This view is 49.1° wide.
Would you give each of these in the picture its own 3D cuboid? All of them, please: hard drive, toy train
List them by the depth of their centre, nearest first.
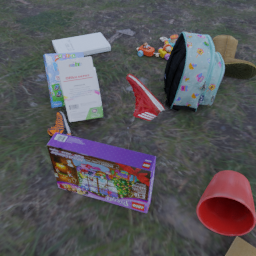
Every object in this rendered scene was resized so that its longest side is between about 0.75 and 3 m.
[{"bbox_3d":[1.607,-4.109,13.712,1.764,0.653,2.349,30,51,27],"label":"toy train"},{"bbox_3d":[-2.329,-4.093,13.922,2.544,0.339,1.678,-16,46,-15],"label":"hard drive"}]

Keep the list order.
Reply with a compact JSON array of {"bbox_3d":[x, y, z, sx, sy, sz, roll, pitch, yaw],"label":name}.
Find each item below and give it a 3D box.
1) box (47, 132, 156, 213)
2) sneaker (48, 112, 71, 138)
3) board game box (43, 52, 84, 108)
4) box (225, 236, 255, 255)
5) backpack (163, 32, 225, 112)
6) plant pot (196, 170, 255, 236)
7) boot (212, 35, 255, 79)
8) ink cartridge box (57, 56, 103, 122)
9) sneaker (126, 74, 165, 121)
[{"bbox_3d":[-0.665,1.192,7.282,2.662,1.821,0.520,12,45,13],"label":"box"},{"bbox_3d":[-2.438,-0.076,9.592,0.698,0.483,1.246,-16,46,-18],"label":"sneaker"},{"bbox_3d":[-2.227,-1.789,10.337,1.437,1.900,0.348,-11,7,-26],"label":"board game box"},{"bbox_3d":[2.976,3.945,5.473,2.976,0.317,2.432,30,51,28],"label":"box"},{"bbox_3d":[2.371,-2.119,10.219,1.965,2.563,2.253,2,42,2],"label":"backpack"},{"bbox_3d":[2.538,1.815,7.101,1.364,1.364,1.206,17,36,17],"label":"plant pot"},{"bbox_3d":[4.742,-3.309,12.616,2.104,0.794,2.402,12,50,14],"label":"boot"},{"bbox_3d":[-1.612,-1.359,9.615,1.226,2.093,0.705,-9,20,-2],"label":"ink cartridge box"},{"bbox_3d":[0.278,-0.788,7.829,0.820,0.556,1.420,-44,82,8],"label":"sneaker"}]
